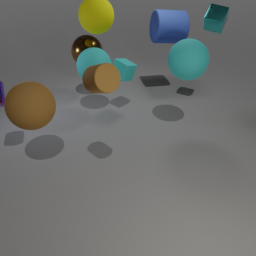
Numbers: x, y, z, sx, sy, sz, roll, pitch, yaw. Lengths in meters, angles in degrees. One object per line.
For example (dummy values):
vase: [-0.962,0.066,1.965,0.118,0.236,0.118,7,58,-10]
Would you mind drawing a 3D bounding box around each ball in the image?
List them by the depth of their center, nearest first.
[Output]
ball: [-2.788,-0.636,8.036,1.400,1.400,1.400,0,32,0]
ball: [2.075,-2.351,9.657,1.400,1.400,1.400,0,32,0]
ball: [-1.246,-4.423,11.005,1.400,1.400,1.400,0,32,0]
ball: [-1.363,-2.520,11.293,1.400,1.400,1.400,0,32,0]
ball: [-1.818,-3.421,12.470,1.400,1.400,1.400,0,32,0]

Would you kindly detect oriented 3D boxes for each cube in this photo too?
cube: [3.339,-4.144,10.627,0.700,0.700,0.700,23,77,19]
cube: [-0.180,-2.388,11.480,0.700,0.700,0.700,36,30,25]

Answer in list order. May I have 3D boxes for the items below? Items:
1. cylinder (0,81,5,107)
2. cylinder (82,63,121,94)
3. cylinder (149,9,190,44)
cylinder: [-4.071,-1.002,8.378,0.700,0.700,0.700,-10,-5,-1]
cylinder: [-0.649,-1.192,6.788,0.700,0.700,0.700,-21,16,-30]
cylinder: [1.819,-4.503,12.487,1.400,1.400,1.400,-3,31,-13]
